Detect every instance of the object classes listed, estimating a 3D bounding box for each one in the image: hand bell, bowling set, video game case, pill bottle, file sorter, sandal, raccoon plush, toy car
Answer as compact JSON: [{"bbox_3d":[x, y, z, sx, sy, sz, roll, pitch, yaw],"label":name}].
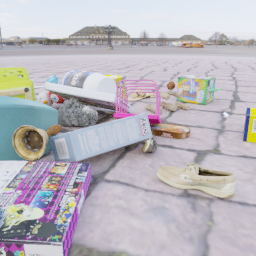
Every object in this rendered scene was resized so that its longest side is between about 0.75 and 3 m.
[{"bbox_3d":[-2.198,0.173,7.442,0.869,0.869,1.668,4,14,11],"label":"hand bell"},{"bbox_3d":[1.880,-1.494,13.049,2.088,1.453,1.121,-6,17,-28],"label":"bowling set"},{"bbox_3d":[-1.494,-1.206,11.694,2.989,0.344,2.724,12,-3,17],"label":"video game case"},{"bbox_3d":[-2.001,-2.092,14.418,1.598,1.598,2.809,-18,25,-42],"label":"pill bottle"},{"bbox_3d":[0.450,-0.895,10.210,1.476,1.332,2.124,3,-3,9],"label":"file sorter"},{"bbox_3d":[0.737,-1.991,15.527,2.118,0.697,0.777,-11,22,-29],"label":"sandal"},{"bbox_3d":[-2.143,-0.188,10.499,2.157,1.044,1.445,-36,44,-12],"label":"raccoon plush"},{"bbox_3d":[-2.173,1.453,5.551,2.522,0.498,2.782,0,19,1],"label":"video game case"},{"bbox_3d":[-3.730,-1.390,13.259,1.671,1.540,1.478,-32,23,-4],"label":"toy car"}]

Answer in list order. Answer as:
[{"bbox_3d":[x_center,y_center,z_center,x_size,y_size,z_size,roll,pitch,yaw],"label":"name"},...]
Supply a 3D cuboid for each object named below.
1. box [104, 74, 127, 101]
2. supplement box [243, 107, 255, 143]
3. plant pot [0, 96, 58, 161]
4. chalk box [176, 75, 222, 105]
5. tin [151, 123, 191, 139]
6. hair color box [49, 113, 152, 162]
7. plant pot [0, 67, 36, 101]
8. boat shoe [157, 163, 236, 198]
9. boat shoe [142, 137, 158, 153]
[{"bbox_3d":[-0.781,-2.135,14.970,0.810,1.279,1.328,-21,28,-34],"label":"box"},{"bbox_3d":[4.812,-0.037,9.278,1.771,0.970,0.964,7,21,22],"label":"supplement box"},{"bbox_3d":[-3.432,0.061,7.873,2.643,1.868,1.867,-8,19,-40],"label":"plant pot"},{"bbox_3d":[3.779,-1.996,14.643,2.111,1.307,1.313,13,21,32],"label":"chalk box"},{"bbox_3d":[1.506,0.101,9.983,1.428,0.299,0.800,8,24,24],"label":"tin"},{"bbox_3d":[-0.718,0.261,8.042,2.626,0.796,1.300,-15,2,-38],"label":"hair color box"},{"bbox_3d":[-4.397,-0.851,9.958,2.186,2.197,1.994,-13,28,-30],"label":"plant pot"},{"bbox_3d":[1.546,1.088,6.510,1.815,0.590,0.655,11,21,29],"label":"boat shoe"},{"bbox_3d":[0.692,0.557,8.478,0.394,0.445,1.215,30,15,6],"label":"boat shoe"}]
